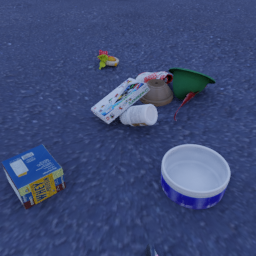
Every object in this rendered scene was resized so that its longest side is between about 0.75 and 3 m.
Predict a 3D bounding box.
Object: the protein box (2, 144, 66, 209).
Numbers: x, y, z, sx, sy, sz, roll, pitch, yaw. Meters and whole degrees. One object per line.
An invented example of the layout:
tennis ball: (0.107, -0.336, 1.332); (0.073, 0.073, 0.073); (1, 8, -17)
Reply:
protein box: (-2.727, 1.373, 8.161); (1.287, 0.875, 1.297); (-26, 45, -29)

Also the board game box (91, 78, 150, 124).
board game box: (-0.324, -1.104, 10.858); (2.091, 0.362, 1.320); (-40, 33, -11)

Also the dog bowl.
dog bowl: (1.938, 1.382, 8.247); (1.932, 0.761, 1.932); (0, 39, 0)

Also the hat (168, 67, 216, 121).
hat: (2.396, -1.296, 12.094); (2.455, 2.161, 2.034); (13, 3, -40)

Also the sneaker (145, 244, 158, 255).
sneaker: (0.678, 3.141, 6.423); (0.407, 0.348, 0.991); (8, 37, -19)

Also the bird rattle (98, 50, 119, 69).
bird rattle: (-1.065, -3.565, 14.844); (1.180, 0.816, 1.448); (13, 25, -2)

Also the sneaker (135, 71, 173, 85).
sneaker: (1.214, -2.250, 12.885); (1.749, 0.584, 0.937); (-13, 23, -21)

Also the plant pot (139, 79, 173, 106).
plant pot: (1.221, -1.650, 12.170); (1.544, 0.712, 1.544); (1, 39, -1)

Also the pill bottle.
pill bottle: (0.362, -0.448, 10.313); (1.320, 0.755, 0.755); (-3, 28, 43)
